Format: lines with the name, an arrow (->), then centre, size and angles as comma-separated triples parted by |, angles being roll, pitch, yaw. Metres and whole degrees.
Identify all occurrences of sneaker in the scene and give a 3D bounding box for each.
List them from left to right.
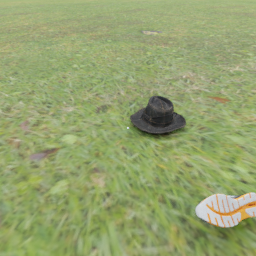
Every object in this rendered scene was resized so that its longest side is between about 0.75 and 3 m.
sneaker -> 1.868, 1.561, 5.332 | 1.492, 0.576, 0.584 | 4, 71, -26

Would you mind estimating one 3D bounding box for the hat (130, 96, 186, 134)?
hat -> 0.923, -0.562, 8.778 | 1.908, 0.770, 1.908 | -1, 27, 1
